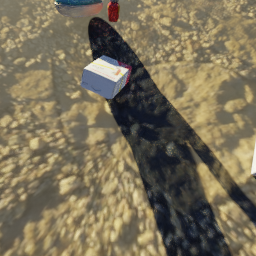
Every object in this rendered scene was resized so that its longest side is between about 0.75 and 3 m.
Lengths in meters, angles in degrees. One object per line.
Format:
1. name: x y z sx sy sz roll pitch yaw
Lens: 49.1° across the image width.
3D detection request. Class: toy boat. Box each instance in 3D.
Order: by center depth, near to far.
1. toy boat: -1.201 -4.230 9.330 2.223 1.033 1.869 19 35 24

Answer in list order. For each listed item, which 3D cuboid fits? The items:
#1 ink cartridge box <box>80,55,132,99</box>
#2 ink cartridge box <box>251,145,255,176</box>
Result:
1. ink cartridge box: -0.574 -1.437 7.751 0.964 0.554 1.328 24 35 7
2. ink cartridge box: 3.964 0.779 6.518 1.819 0.617 1.055 14 73 8
